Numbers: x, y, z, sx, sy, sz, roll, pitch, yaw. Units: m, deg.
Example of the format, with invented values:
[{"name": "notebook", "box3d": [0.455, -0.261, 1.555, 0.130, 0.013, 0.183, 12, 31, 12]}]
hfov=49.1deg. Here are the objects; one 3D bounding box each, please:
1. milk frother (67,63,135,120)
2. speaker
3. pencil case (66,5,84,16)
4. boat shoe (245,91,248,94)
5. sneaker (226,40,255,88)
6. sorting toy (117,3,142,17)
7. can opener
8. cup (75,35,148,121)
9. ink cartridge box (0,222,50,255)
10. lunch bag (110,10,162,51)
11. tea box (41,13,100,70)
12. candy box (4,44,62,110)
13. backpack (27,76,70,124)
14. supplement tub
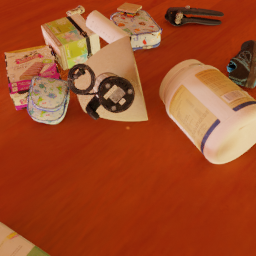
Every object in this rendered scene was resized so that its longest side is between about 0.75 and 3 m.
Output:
[{"name": "milk frother", "box3d": [-0.736, -1.085, 7.028, 1.330, 1.474, 1.386, -30, 20, -5]}, {"name": "speaker", "box3d": [-0.689, -3.466, 10.070, 1.677, 0.681, 0.681, 39, 56, 9]}, {"name": "pencil case", "box3d": [-2.835, -6.267, 15.094, 0.432, 0.376, 0.967, 40, 58, 15]}, {"name": "boat shoe", "box3d": [3.452, -1.319, 10.310, 2.084, 0.696, 0.766, 2, 47, 1]}, {"name": "sneaker", "box3d": [4.682, -2.780, 11.452, 1.126, 1.007, 2.750, 11, 48, 10]}, {"name": "sorting toy", "box3d": [0.083, -5.548, 13.197, 0.883, 0.307, 0.877, 18, 45, 17]}, {"name": "can opener", "box3d": [3.367, -5.718, 14.206, 2.999, 0.951, 1.179, 1, 46, 2]}, {"name": "cup", "box3d": [-0.596, -1.407, 9.219, 1.984, 2.774, 2.774, -12, 47, 4]}, {"name": "ink cartridge box", "box3d": [-2.901, 3.074, 6.097, 2.128, 0.931, 1.547, 24, 51, 19]}, {"name": "lunch bag", "box3d": [0.373, -4.601, 13.161, 2.147, 1.012, 2.679, -10, 47, -12]}, {"name": "tea box", "box3d": [-2.447, -3.751, 12.091, 1.829, 1.242, 1.859, -28, 57, -19]}, {"name": "candy box", "box3d": [-3.650, -2.069, 10.901, 1.879, 0.841, 2.756, -16, 49, -14]}, {"name": "backpack", "box3d": [-2.671, -0.926, 9.314, 1.362, 1.094, 1.489, 9, 82, -12]}, {"name": "supplement tub", "box3d": [2.491, -0.602, 8.660, 2.129, 2.129, 2.949, -20, 50, -18]}]
